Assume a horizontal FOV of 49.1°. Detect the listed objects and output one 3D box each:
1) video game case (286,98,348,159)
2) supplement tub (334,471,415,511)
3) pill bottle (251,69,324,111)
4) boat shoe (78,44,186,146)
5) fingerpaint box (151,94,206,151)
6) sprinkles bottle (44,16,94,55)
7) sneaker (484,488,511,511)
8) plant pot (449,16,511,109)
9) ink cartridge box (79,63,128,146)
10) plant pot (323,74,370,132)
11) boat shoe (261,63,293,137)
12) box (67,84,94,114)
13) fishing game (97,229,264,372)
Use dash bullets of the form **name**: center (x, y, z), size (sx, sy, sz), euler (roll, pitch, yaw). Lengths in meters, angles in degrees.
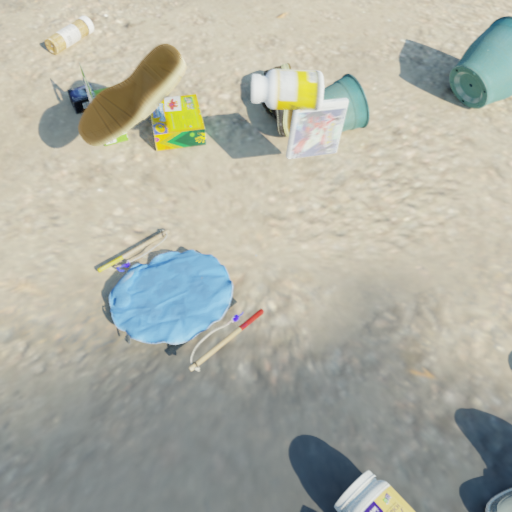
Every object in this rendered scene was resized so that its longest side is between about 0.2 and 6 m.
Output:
- **video game case**: center (1.227, -2.569, 11.366), size (1.147, 1.258, 0.145), euler (-10, 48, -18)
- **supplement tub**: center (1.796, 3.775, 7.924), size (0.884, 0.884, 1.216), euler (-34, 59, -24)
- **pill bottle**: center (0.462, -2.510, 8.471), size (1.052, 0.590, 0.590), euler (1, 51, -3)
- **boat shoe**: center (-2.413, -3.101, 11.179), size (2.554, 0.830, 0.921), euler (-43, 85, 5)
- **fingerpaint box**: center (-1.967, -3.322, 13.933), size (1.239, 0.545, 1.485), euler (-9, 51, -9)
- **sprinkles bottle**: center (-5.514, -6.530, 16.563), size (0.527, 0.527, 1.544), euler (26, 55, 20)
- **sneaker**: center (4.432, 3.482, 7.902), size (2.122, 1.281, 0.887), euler (-6, 51, -5)
- **plant pot**: center (6.080, -4.793, 14.423), size (1.800, 1.916, 1.916), euler (-38, 59, -9)
- **ink cartridge box**: center (-3.670, -3.698, 13.520), size (0.629, 1.660, 1.227), euler (-18, 53, -14)
- **plant pot**: center (1.835, -3.544, 13.688), size (1.360, 1.388, 1.388), euler (-24, 54, -10)
- **boat shoe**: center (0.562, -3.916, 14.280), size (0.836, 0.944, 2.580), euler (-7, 48, 10)
- **box**: center (-4.532, -4.123, 14.691), size (0.645, 0.397, 0.640), euler (-21, 53, -17)
- **fishing game**: center (-1.589, 0.817, 10.624), size (2.385, 0.518, 3.331), euler (-37, 52, -26)
